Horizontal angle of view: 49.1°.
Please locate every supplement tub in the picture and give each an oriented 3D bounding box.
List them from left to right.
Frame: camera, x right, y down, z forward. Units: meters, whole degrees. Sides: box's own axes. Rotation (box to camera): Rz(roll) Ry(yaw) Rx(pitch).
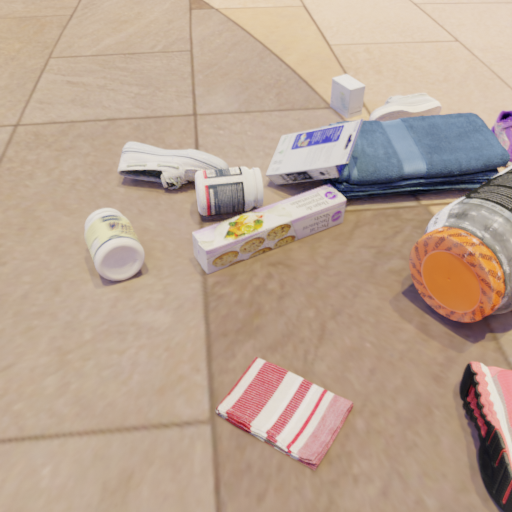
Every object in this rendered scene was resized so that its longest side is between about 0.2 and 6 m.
[{"bbox_3d":[-2.471,-0.222,9.650,0.839,0.839,1.157,-17,44,-19],"label":"supplement tub"},{"bbox_3d":[-0.531,-1.263,10.816,1.237,0.868,0.868,-6,42,-7],"label":"supplement tub"},{"bbox_3d":[3.991,-0.292,8.966,3.052,1.870,1.870,-28,49,-29],"label":"supplement tub"}]

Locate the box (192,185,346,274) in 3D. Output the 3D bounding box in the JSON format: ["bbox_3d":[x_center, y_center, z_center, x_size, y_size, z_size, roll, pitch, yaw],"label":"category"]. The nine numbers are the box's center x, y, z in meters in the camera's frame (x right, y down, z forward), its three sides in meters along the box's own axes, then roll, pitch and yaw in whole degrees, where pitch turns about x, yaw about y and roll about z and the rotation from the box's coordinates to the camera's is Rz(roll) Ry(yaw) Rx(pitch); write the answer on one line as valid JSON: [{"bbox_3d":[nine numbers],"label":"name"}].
[{"bbox_3d":[0.277,-0.525,10.188,2.951,0.612,0.571,-20,48,-23],"label":"box"}]

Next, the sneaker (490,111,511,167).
[{"bbox_3d":[5.682,-2.646,12.458,0.718,0.789,1.785,2,43,0],"label":"sneaker"}]

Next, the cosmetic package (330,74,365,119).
[{"bbox_3d":[2.267,-3.978,13.957,0.482,0.785,0.782,-20,45,-22],"label":"cosmetic package"}]

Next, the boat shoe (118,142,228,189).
[{"bbox_3d":[-1.732,-1.723,11.562,2.295,0.844,0.766,10,69,13],"label":"boat shoe"}]

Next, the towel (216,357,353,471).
[{"bbox_3d":[0.383,2.056,7.600,1.571,0.179,1.132,22,45,23],"label":"towel"}]

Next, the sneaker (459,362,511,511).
[{"bbox_3d":[3.256,2.194,6.989,0.915,0.778,2.111,3,41,1],"label":"sneaker"}]

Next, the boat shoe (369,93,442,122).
[{"bbox_3d":[3.450,-3.486,13.309,2.124,0.765,0.728,-20,59,-21],"label":"boat shoe"}]

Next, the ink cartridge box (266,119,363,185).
[{"bbox_3d":[1.195,-2.003,10.996,2.117,0.415,1.053,1,61,48],"label":"ink cartridge box"}]

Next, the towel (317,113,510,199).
[{"bbox_3d":[3.119,-2.094,11.685,3.646,0.885,2.035,-6,48,-4],"label":"towel"}]
